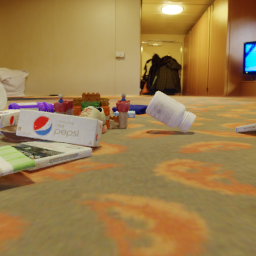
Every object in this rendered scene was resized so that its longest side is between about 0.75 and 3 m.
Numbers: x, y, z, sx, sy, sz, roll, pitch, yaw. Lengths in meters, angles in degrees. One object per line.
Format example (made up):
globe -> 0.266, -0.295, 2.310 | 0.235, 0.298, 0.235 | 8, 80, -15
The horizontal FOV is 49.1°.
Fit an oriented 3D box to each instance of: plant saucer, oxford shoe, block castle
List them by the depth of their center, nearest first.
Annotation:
plant saucer -> -2.943, 0.122, 8.858 | 2.041, 0.352, 2.041 | 1, 8, 0
oxford shoe -> -1.403, -0.189, 8.870 | 0.903, 0.942, 2.551 | 2, 9, 13
block castle -> -1.380, -0.765, 11.305 | 2.936, 1.377, 1.962 | 0, 9, 0

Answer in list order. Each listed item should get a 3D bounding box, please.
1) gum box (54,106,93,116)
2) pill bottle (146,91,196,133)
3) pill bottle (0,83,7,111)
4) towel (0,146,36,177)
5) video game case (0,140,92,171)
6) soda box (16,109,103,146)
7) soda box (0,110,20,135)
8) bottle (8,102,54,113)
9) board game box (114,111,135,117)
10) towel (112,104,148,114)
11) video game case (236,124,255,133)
gum box -> -2.394, -0.819, 14.457 | 2.142, 0.562, 2.521 | 0, 8, 3
pill bottle -> 1.485, -0.518, 9.656 | 1.571, 0.898, 0.898 | 31, 13, 6
pill bottle -> -5.760, -0.871, 9.706 | 2.807, 1.583, 1.583 | -11, 6, 13
towel -> -2.639, 0.720, 4.573 | 1.853, 0.284, 1.382 | -13, 18, -36
video game case -> -2.028, 0.555, 6.305 | 1.813, 0.212, 1.648 | 6, 9, 36
soda box -> -1.766, 0.003, 7.321 | 2.092, 0.713, 0.666 | 8, -3, 8
soda box -> -4.420, -0.253, 10.204 | 0.734, 0.686, 2.155 | 0, 9, 1
bottle -> -4.898, -0.941, 14.538 | 2.365, 0.772, 0.988 | -7, 7, -39
board game box -> -0.157, -0.745, 14.972 | 1.069, 0.259, 1.414 | 0, 8, 1
towel -> 0.192, -1.084, 16.823 | 1.954, 0.484, 1.443 | 5, 17, 31
video game case -> 5.003, -0.169, 9.099 | 1.671, 0.208, 2.335 | -4, -7, -29
